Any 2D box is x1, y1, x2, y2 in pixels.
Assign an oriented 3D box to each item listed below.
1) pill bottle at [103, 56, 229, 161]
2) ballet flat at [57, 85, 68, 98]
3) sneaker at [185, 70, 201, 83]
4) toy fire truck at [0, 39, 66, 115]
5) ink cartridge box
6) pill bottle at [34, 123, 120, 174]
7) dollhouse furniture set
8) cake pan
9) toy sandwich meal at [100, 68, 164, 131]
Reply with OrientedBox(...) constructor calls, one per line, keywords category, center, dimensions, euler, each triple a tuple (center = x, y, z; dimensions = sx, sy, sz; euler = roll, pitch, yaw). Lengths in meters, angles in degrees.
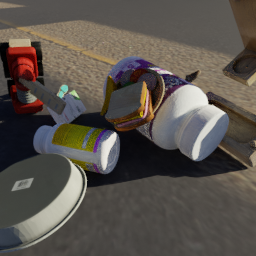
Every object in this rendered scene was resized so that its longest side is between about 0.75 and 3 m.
OrientedBox(category="pill bottle", center=(0.835, -0.504, 6.730), dimensions=(1.634, 1.634, 2.910), euler=(-24, 45, -33))
OrientedBox(category="ballet flat", center=(-2.207, -1.159, 9.179), dimensions=(0.242, 0.261, 0.775), euler=(-27, 26, 28))
OrientedBox(category="sneaker", center=(2.170, -1.768, 9.693), dimensions=(0.801, 0.303, 0.282), euler=(-45, 7, -2))
OrientedBox(category="toy fire truck", center=(-2.569, -1.025, 7.610), dimensions=(1.449, 1.982, 2.252), euler=(-7, 52, -18))
OrientedBox(category="ink cartridge box", center=(-1.677, -0.531, 7.705), dimensions=(0.389, 0.674, 0.923), euler=(-19, 17, 38))
OrientedBox(category="pill bottle", center=(-1.119, 0.383, 6.028), dimensions=(1.744, 0.909, 0.909), euler=(10, 33, 19))
OrientedBox(category="dollhouse furniture set", center=(2.538, -1.342, 6.374), dimensions=(2.834, 2.309, 2.695), euler=(-43, 41, -1))
OrientedBox(category="cake pan", center=(-1.666, 1.081, 4.648), dimensions=(1.954, 0.358, 1.954), euler=(-14, 31, 8))
OrientedBox(category="toy sandwich meal", center=(0.018, -0.674, 5.774), dimensions=(1.607, 0.550, 1.607), euler=(-18, 54, 26))
